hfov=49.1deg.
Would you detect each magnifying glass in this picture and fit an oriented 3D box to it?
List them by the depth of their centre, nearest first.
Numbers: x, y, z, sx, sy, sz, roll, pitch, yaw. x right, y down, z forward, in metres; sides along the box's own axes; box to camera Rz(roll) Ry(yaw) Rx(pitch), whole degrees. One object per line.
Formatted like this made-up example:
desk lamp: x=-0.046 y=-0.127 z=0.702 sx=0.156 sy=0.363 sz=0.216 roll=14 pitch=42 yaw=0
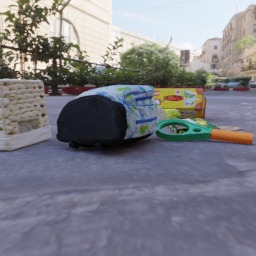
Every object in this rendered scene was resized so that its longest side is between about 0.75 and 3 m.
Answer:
magnifying glass: x=2.003 y=0.122 z=7.691 sx=2.622 sy=0.294 sz=1.043 roll=9 pitch=28 yaw=23

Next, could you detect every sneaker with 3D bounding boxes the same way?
sneaker: x=1.381 y=-0.534 z=12.047 sx=1.677 sy=0.635 sz=0.881 roll=7 pitch=-6 yaw=-24

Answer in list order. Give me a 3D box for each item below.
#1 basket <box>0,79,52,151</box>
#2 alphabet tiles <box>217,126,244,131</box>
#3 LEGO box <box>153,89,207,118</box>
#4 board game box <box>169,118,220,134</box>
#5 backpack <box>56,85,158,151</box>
basket: x=-3.637 y=-0.448 z=7.397 sx=2.695 sy=1.662 sz=1.827 roll=4 pitch=9 yaw=19
alphabet tiles: x=3.382 y=0.023 z=9.796 sx=1.182 sy=0.045 sz=0.988 roll=-4 pitch=8 yaw=-18
LEGO box: x=2.277 y=-1.120 z=12.928 sx=2.421 sy=0.934 sz=1.803 roll=3 pitch=-10 yaw=21
board game box: x=2.114 y=-0.051 z=9.471 sx=1.310 sy=0.293 sz=2.501 roll=1 pitch=8 yaw=1
backpack: x=-0.228 y=-0.332 z=7.134 sx=2.055 sy=1.937 sz=2.519 roll=-3 pitch=-9 yaw=39
